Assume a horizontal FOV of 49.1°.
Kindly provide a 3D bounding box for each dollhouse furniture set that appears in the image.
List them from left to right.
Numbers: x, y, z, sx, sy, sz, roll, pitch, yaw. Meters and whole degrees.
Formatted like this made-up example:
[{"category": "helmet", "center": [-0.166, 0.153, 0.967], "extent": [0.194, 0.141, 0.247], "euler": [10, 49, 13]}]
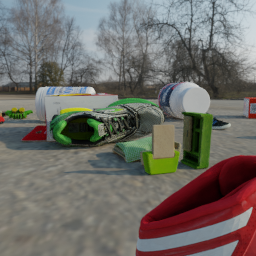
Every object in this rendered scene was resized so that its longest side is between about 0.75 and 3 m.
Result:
[{"category": "dollhouse furniture set", "center": [0.516, 0.141, 5.272], "extent": [1.208, 0.925, 1.843], "euler": [-3, 8, -20]}]

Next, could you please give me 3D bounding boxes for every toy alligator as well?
[{"category": "toy alligator", "center": [-5.476, -0.642, 13.404], "extent": [1.772, 0.525, 0.481], "euler": [0, 48, -3]}]

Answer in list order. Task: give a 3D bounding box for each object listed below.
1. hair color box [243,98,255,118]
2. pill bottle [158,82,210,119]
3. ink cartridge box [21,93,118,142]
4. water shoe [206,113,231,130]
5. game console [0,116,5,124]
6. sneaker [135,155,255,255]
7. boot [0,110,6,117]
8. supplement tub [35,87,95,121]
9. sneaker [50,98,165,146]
[{"category": "hair color box", "center": [6.376, -1.059, 14.415], "extent": [0.604, 1.001, 1.972], "euler": [2, 8, 15]}, {"category": "pill bottle", "center": [2.665, -1.321, 13.473], "extent": [1.742, 1.742, 2.914], "euler": [-2, 8, -12]}, {"category": "ink cartridge box", "center": [-1.745, -0.443, 8.642], "extent": [2.579, 1.232, 2.938], "euler": [-2, 8, -10]}, {"category": "water shoe", "center": [2.848, -0.253, 9.797], "extent": [1.433, 0.565, 0.512], "euler": [2, 7, 14]}, {"category": "game console", "center": [-6.230, -0.163, 10.436], "extent": [1.940, 1.336, 2.251], "euler": [34, 18, 12]}, {"category": "sneaker", "center": [0.838, 0.637, 1.104], "extent": [1.725, 0.996, 0.676], "euler": [0, 7, 3]}, {"category": "boot", "center": [-6.657, -0.688, 14.185], "extent": [0.858, 0.412, 1.174], "euler": [-2, 3, 40]}, {"category": "supplement tub", "center": [-2.602, -1.009, 12.046], "extent": [2.319, 1.530, 1.530], "euler": [1, 7, 2]}, {"category": "sneaker", "center": [-0.440, -0.005, 6.768], "extent": [2.846, 1.110, 1.212], "euler": [-10, 16, -9]}]
